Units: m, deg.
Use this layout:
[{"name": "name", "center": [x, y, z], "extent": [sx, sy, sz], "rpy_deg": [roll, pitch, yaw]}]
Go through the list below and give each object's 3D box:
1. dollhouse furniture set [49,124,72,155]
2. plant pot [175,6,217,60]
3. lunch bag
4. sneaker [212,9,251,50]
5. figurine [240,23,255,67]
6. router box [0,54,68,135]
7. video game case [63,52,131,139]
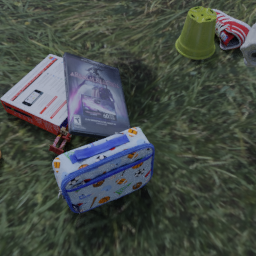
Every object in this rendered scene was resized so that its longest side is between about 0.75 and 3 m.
[{"name": "dollhouse furniture set", "center": [-1.888, 0.265, 8.008], "extent": [0.440, 1.082, 0.582], "rpy_deg": [25, 52, -7]}, {"name": "plant pot", "center": [2.735, -3.761, 10.871], "extent": [1.623, 1.492, 1.623], "rpy_deg": [0, 53, 0]}, {"name": "lunch bag", "center": [-0.570, 1.052, 6.837], "extent": [2.485, 1.992, 0.939], "rpy_deg": [-22, 55, -17]}, {"name": "sneaker", "center": [3.722, -4.056, 11.495], "extent": [2.425, 0.864, 1.364], "rpy_deg": [27, 54, 17]}, {"name": "figurine", "center": [3.907, -2.678, 6.861], "extent": [0.909, 2.113, 2.061], "rpy_deg": [36, 66, -24]}, {"name": "router box", "center": [-2.424, -1.191, 9.415], "extent": [2.350, 0.640, 2.619], "rpy_deg": [24, 56, 17]}, {"name": "video game case", "center": [-0.946, -0.949, 8.583], "extent": [2.007, 0.266, 2.809], "rpy_deg": [10, 56, -34]}]
